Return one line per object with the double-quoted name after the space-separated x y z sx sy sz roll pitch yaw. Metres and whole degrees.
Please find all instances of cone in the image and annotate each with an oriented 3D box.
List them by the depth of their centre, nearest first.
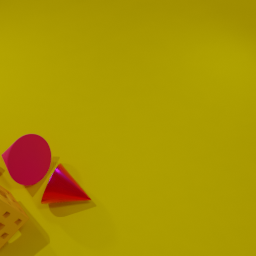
-1.378 1.544 6.809 1.052 1.048 1.048 23 55 -1 "cone"
-2.991 0.779 7.458 1.317 1.312 1.312 2 48 34 "cone"

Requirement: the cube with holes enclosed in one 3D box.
-3.089 1.833 5.981 1.109 1.109 1.109 -46 47 -16 "cube with holes"
